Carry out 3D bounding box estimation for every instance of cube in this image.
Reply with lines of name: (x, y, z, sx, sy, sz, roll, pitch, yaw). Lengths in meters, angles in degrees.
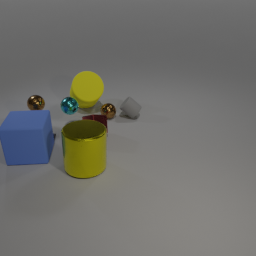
cube: (-3.436, 0.305, 9.693, 1.400, 1.400, 1.400, -2, 29, -4)
cube: (-1.276, -0.128, 10.802, 0.700, 0.700, 0.700, -7, -5, 43)

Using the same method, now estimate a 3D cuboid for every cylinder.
cylinder: (0.113, -0.905, 12.323, 0.700, 0.700, 0.700, 39, 26, -14)
cylinder: (-1.390, 0.644, 9.009, 1.400, 1.400, 1.400, 2, 27, -1)
cylinder: (-1.913, -1.721, 12.835, 1.400, 1.400, 1.400, -9, -5, -17)

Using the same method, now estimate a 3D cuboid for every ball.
ball: (-2.271, -0.864, 10.897, 0.700, 0.700, 0.700, 0, 29, 0)
ball: (-0.868, -0.752, 12.384, 0.700, 0.700, 0.700, 0, 29, 0)
ball: (-3.726, -0.991, 11.351, 0.700, 0.700, 0.700, 0, 29, 0)
